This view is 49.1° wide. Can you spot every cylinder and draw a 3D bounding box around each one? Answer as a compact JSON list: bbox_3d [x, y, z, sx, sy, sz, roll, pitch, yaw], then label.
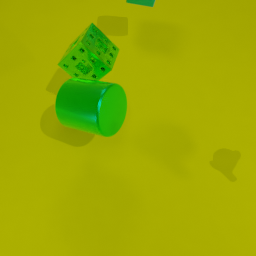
[{"bbox_3d":[-0.746,-0.445,5.840,1.096,1.096,1.096,13,66,29],"label":"cylinder"}]

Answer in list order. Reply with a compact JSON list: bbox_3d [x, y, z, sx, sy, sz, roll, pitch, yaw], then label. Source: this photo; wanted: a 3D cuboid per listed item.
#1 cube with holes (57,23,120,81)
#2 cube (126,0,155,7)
[{"bbox_3d":[-0.915,-1.698,6.678,0.916,0.916,0.916,40,41,-25],"label":"cube with holes"},{"bbox_3d":[0.394,-3.752,7.313,0.758,0.758,0.758,8,84,-4],"label":"cube"}]
